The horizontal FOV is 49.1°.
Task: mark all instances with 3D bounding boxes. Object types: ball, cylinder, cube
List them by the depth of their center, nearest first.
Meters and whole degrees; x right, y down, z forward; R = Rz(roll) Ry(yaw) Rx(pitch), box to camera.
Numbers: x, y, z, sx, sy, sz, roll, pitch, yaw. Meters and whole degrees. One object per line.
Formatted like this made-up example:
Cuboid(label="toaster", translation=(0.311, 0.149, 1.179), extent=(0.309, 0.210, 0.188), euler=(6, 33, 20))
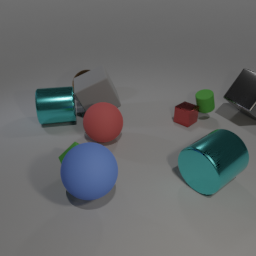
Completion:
Cuboid(label="ball", translation=(-0.944, 1.054, 6.887), extent=(1.400, 1.400, 1.400), euler=(0, 30, 0))
Cuboid(label="cylinder", translation=(2.363, 0.911, 7.806), extent=(1.400, 1.400, 1.400), euler=(-25, 38, -32))
Cuboid(label="cube", translation=(-1.436, 0.963, 8.076), extent=(0.700, 0.700, 0.700), euler=(-43, 48, 6))
Cuboid(label="ball", translation=(-0.866, -0.198, 9.797), extent=(1.400, 1.400, 1.400), euler=(0, 30, 0))
Cuboid(label="cylinder", translation=(-2.795, -0.888, 10.984), extent=(1.400, 1.400, 1.400), euler=(-5, 31, -9))
Cuboid(label="cube", translation=(4.959, -1.250, 11.014), extent=(1.400, 1.400, 1.400), euler=(25, 14, -40))
Cuboid(label="cylinder", translation=(3.061, -1.064, 11.111), extent=(0.700, 0.700, 0.700), euler=(-12, 38, 9))
Cuboid(label="cube", translation=(2.313, -0.553, 11.127), extent=(0.700, 0.700, 0.700), euler=(26, 39, 37))
Cuboid(label="cube", translation=(-1.265, -1.467, 11.420), extent=(1.400, 1.400, 1.400), euler=(-24, 35, 5))
Cuboid(label="ball", translation=(-1.860, -1.978, 12.889), extent=(1.400, 1.400, 1.400), euler=(0, 30, 0))
